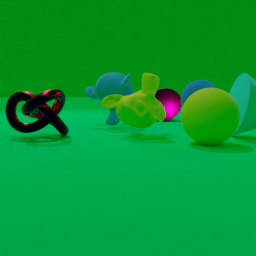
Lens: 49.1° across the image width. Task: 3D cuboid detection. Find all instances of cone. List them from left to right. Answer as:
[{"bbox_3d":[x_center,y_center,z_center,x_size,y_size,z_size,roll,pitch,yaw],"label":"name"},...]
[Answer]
[{"bbox_3d":[1.479,-0.620,10.589,1.310,1.310,1.315,3,-19,21],"label":"cone"},{"bbox_3d":[3.129,-0.398,6.289,1.426,1.420,1.420,10,7,2],"label":"cone"}]

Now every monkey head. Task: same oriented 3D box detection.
[{"bbox_3d":[-0.461,-0.853,7.847,1.882,1.354,1.134,-7,-38,46],"label":"monkey head"},{"bbox_3d":[0.296,-0.587,6.312,1.626,1.170,0.980,13,-6,-22],"label":"monkey head"}]

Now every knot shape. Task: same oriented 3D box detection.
[{"bbox_3d":[-1.864,-0.280,6.243,1.464,0.676,1.370,-17,-39,28],"label":"knot shape"}]

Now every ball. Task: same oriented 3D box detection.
[{"bbox_3d":[2.209,-0.887,8.579,1.156,1.156,1.156,0,7,0],"label":"ball"},{"bbox_3d":[1.569,-0.220,5.377,1.090,1.090,1.090,0,7,0],"label":"ball"}]
